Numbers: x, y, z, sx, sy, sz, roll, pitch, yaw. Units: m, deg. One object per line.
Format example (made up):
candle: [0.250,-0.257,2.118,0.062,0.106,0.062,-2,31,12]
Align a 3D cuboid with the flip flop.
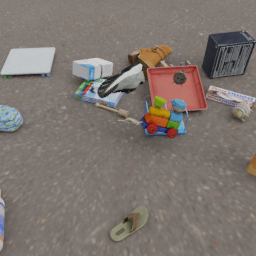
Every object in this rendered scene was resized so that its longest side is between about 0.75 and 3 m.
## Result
flip flop: [0.056,2.845,8.407,1.391,0.400,0.564,-29,52,-25]

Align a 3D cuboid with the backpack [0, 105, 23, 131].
backpack: [-4.979,-0.380,11.292,1.395,1.073,1.138,22,46,1]

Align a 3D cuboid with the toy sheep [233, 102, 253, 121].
toy sheep: [4.805,-0.730,11.780,0.736,0.736,1.068,30,42,26]

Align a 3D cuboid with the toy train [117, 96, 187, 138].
toy train: [0.883,-0.539,9.814,2.237,1.294,0.947,12,27,-17]

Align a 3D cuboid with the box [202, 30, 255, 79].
box: [4.841,-3.584,13.701,1.896,1.911,1.178,-9,47,-9]

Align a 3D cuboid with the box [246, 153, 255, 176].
box: [4.756,1.044,9.420,0.926,1.488,0.725,29,52,26]

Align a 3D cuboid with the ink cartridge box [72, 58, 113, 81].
ink cartridge box: [-1.680,-2.854,13.470,1.170,0.675,1.602,27,32,34]

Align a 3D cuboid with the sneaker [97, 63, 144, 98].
sneaker: [-0.141,-1.552,9.916,0.834,0.894,2.255,-4,26,48]

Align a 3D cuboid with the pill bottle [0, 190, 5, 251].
pill bottle: [-4.193,2.624,8.147,1.090,1.090,1.944,-11,47,-11]

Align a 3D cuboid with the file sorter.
file sorter: [1.475,-0.460,11.217,1.618,0.993,1.123,-2,43,-3]

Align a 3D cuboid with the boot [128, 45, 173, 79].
boot: [1.395,-3.439,14.183,2.050,1.013,2.641,-21,33,-14]

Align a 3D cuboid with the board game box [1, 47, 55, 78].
board game box: [-5.145,-3.454,14.707,2.413,0.312,2.412,-3,46,-2]

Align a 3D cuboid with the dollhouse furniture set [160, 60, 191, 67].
dollhouse furniture set: [2.307,-2.980,13.780,0.962,0.956,1.365,-16,47,-15]

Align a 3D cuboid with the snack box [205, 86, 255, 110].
snack box: [4.620,-1.358,12.670,2.060,0.250,0.741,20,49,19]

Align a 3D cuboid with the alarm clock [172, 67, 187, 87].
alarm clock: [2.146,-2.113,11.417,0.539,0.799,0.266,24,11,13]

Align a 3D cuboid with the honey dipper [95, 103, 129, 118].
honey dipper: [-0.723,-0.822,12.131,1.596,0.303,0.303,20,49,22]

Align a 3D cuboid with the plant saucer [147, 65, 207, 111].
plant saucer: [2.115,-1.679,12.477,2.347,0.431,2.343,-4,64,-5]

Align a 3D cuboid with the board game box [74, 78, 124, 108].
board game box: [-1.255,-1.697,12.933,1.962,0.359,1.484,14,47,13]
